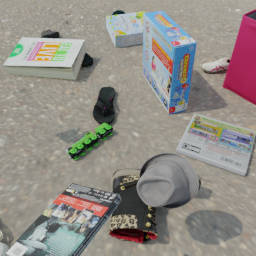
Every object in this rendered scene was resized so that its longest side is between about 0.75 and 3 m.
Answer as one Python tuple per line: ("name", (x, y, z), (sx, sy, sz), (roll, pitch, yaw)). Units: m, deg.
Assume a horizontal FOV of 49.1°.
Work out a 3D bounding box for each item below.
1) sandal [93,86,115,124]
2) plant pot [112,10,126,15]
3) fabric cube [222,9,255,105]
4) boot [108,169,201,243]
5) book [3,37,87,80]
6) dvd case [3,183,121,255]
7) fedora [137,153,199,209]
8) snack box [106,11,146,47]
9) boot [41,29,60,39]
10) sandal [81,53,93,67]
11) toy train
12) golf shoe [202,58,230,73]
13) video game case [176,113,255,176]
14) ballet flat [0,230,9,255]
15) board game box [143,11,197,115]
("sandal", (-0.799, -0.869, 9.424), (0.737, 0.470, 1.962), (-1, 44, -1))
("plant pot", (-0.496, -5.375, 13.942), (0.916, 0.916, 0.614), (-12, 22, -12))
("fabric cube", (5.296, -2.359, 9.365), (2.742, 2.733, 2.690), (-28, 51, -27))
("boot", (0.607, 1.735, 6.447), (2.185, 0.799, 1.645), (2, 42, 7))
("book", (-3.231, -2.860, 11.209), (2.813, 0.676, 1.880), (5, 54, 10))
("dvd case", (-0.702, 1.091, 3.120), (0.827, 0.125, 1.133), (3, 34, 36))
("fedora", (0.583, 0.983, 4.821), (1.134, 1.003, 0.512), (-22, -1, 36))
("snack box", (0.137, -4.642, 13.098), (2.009, 0.680, 1.694), (-14, 54, -12))
("boot", (-3.846, -4.324, 13.178), (0.741, 0.393, 1.126), (21, 37, 25))
("sandal", (-2.172, -3.291, 11.938), (0.797, 0.508, 2.121), (-30, 51, -28))
("toy train", (-1.129, 0.361, 8.254), (0.468, 0.347, 1.661), (26, 49, 38))
("golf shoe", (3.630, -2.525, 11.045), (1.411, 0.650, 0.512), (-2, 44, 0))
("video game case", (2.632, 0.406, 8.278), (1.940, 0.214, 1.766), (19, 47, 19))
("ballet flat", (-2.907, 2.485, 5.745), (0.762, 0.758, 2.229), (-18, 46, -32))
("board game box", (1.249, -2.208, 9.365), (0.705, 2.469, 2.522), (-14, 46, -12))
